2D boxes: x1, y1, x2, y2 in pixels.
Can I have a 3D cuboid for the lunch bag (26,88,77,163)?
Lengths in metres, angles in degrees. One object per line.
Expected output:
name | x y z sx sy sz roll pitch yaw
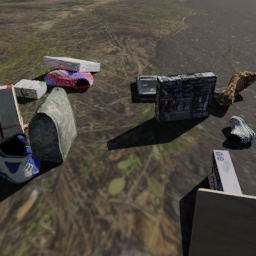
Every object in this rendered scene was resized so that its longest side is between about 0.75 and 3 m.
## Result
lunch bag | -2.621 -0.155 9.672 1.255 2.135 1.751 4 34 6

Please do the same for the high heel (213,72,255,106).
high heel | 5.310 -1.803 13.110 2.719 0.971 1.938 -20 29 -1

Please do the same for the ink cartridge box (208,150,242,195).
ink cartridge box | 2.692 1.712 7.818 0.493 1.048 2.229 3 33 4

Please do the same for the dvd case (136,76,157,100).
dvd case | 1.934 -2.111 14.257 2.947 0.364 2.215 -1 33 -2

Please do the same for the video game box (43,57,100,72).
video game box | -3.126 -3.587 15.779 2.384 0.558 2.172 14 14 21

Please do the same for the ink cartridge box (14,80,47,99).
ink cartridge box | -4.816 -1.927 13.812 1.278 0.539 0.933 8 34 12

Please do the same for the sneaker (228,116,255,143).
sneaker | 4.144 0.039 10.812 0.847 0.555 1.471 -7 36 -14

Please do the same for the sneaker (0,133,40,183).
sneaker | -3.108 0.857 7.993 1.321 2.288 0.924 -29 68 14

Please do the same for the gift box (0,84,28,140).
gift box | -4.849 -0.502 10.442 1.961 1.985 2.126 -11 15 -13

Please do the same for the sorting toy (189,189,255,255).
sorting toy | 2.374 2.360 6.364 1.834 1.823 0.638 7 3 7

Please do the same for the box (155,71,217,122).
box | 2.357 -1.277 11.617 2.388 1.883 0.594 -7 34 -10

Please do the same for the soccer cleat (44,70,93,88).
soccer cleat | -3.063 -2.453 14.418 2.511 0.838 0.960 0 36 -5
